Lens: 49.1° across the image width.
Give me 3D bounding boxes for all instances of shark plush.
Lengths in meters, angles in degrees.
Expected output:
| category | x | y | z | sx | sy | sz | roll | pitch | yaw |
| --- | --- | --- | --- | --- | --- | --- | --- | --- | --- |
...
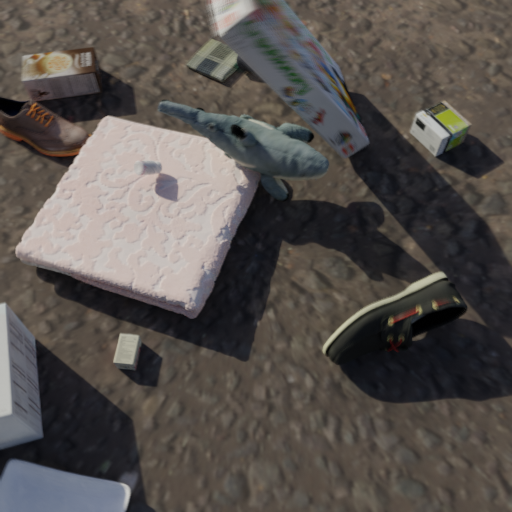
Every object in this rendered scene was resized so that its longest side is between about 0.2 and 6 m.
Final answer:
| category | x | y | z | sx | sy | sz | roll | pitch | yaw |
| --- | --- | --- | --- | --- | --- | --- | --- | --- | --- |
| shark plush | -0.168 | -2.464 | 11.036 | 3.441 | 1.433 | 1.563 | 35 | 97 | -3 |

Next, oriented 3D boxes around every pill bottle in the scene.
| category | x | y | z | sx | sy | sz | roll | pitch | yaw |
| --- | --- | --- | --- | --- | --- | --- | --- | --- | --- |
| pill bottle | -2.185 | -1.783 | 11.337 | 0.516 | 0.292 | 0.292 | -12 | 53 | -46 |

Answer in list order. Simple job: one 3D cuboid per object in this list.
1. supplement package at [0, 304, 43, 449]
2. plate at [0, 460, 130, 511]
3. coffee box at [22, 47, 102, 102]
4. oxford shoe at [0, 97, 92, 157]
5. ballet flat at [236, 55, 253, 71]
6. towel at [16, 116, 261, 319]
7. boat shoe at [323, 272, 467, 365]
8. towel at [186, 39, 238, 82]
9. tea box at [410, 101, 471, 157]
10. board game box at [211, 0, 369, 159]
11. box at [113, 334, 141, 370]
| category | x | y | z | sx | sy | sz | roll | pitch | yaw |
| --- | --- | --- | --- | --- | --- | --- | --- | --- | --- |
| supplement package | -4.503 | 2.070 | 9.157 | 1.449 | 1.438 | 1.909 | -13 | 59 | -8 |
| plate | -3.140 | 4.333 | 8.414 | 2.070 | 0.335 | 2.066 | 10 | 58 | 6 |
| coffee box | -4.698 | -4.414 | 13.610 | 1.714 | 0.683 | 0.980 | -10 | 59 | -6 |
| oxford shoe | -4.843 | -2.924 | 12.561 | 2.465 | 0.898 | 0.879 | 16 | 60 | 10 |
| ballet flat | 0.456 | -5.195 | 14.019 | 2.041 | 0.746 | 0.746 | -28 | 62 | -19 |
| towel | -2.209 | -0.984 | 11.479 | 3.902 | 0.659 | 4.086 | 15 | 58 | 11 |
| boat shoe | 2.433 | 1.228 | 9.818 | 2.643 | 0.967 | 0.828 | -26 | 57 | -7 |
| towel | -0.996 | -4.975 | 14.283 | 1.160 | 0.208 | 1.205 | 27 | 64 | 19 |
| tea box | 4.174 | -2.893 | 12.715 | 0.894 | 0.607 | 0.908 | -27 | 62 | -16 |
| board game box | 0.684 | -4.131 | 11.479 | 0.745 | 4.304 | 2.717 | -31 | 52 | 25 |
| box | -2.301 | 1.724 | 10.042 | 0.358 | 0.305 | 0.560 | 5 | 58 | 3 |
